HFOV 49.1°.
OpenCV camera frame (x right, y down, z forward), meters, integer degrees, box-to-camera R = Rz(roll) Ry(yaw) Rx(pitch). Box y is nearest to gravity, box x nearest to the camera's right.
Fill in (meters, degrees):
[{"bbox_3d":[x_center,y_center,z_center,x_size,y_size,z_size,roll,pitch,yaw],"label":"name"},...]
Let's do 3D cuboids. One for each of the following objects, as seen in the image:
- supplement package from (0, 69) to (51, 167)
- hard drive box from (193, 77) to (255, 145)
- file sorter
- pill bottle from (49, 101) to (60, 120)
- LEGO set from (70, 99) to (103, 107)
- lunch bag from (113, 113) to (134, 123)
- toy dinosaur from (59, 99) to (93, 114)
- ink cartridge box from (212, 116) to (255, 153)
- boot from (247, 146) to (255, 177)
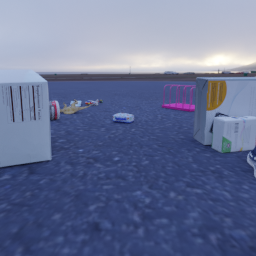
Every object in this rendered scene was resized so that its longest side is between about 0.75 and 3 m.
[{"bbox_3d":[-3.521,-0.340,6.912,2.670,1.964,2.553,-6,19,-25],"label":"supplement package"},{"bbox_3d":[3.361,-0.558,8.489,2.494,1.944,0.958,-2,13,-7],"label":"hard drive box"},{"bbox_3d":[3.112,-1.718,15.483,1.431,1.292,2.060,-9,15,-38],"label":"file sorter"},{"bbox_3d":[-3.740,-0.731,11.988,1.485,0.822,0.822,-5,13,-25],"label":"pill bottle"},{"bbox_3d":[-2.518,-1.628,17.123,1.982,0.486,1.481,-1,16,-6],"label":"LEGO set"},{"bbox_3d":[-0.206,-0.408,11.692,0.864,0.327,0.693,5,15,16],"label":"lunch bag"},{"bbox_3d":[-2.778,-0.959,14.115,2.146,0.624,1.085,-7,28,0],"label":"toy dinosaur"},{"bbox_3d":[2.975,0.153,7.668,1.227,0.891,0.537,-4,13,-16],"label":"ink cartridge box"},{"bbox_3d":[3.013,0.549,6.175,0.594,0.738,1.633,3,12,14],"label":"boot"}]
